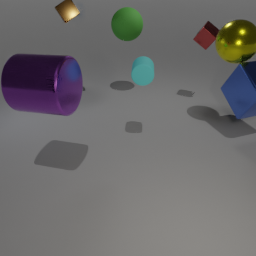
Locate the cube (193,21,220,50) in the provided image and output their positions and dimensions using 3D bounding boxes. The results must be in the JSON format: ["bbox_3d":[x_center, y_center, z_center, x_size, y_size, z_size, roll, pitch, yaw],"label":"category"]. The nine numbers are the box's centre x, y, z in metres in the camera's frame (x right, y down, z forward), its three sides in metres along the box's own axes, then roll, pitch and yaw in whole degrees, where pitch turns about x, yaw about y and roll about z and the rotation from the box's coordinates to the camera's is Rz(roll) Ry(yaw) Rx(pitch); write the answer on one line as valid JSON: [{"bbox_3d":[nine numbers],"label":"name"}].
[{"bbox_3d":[3.248,-3.807,11.513,0.700,0.700,0.700,39,51,-3],"label":"cube"}]

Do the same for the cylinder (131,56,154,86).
[{"bbox_3d":[0.463,-1.780,8.726,0.700,0.700,0.700,2,35,3],"label":"cylinder"}]

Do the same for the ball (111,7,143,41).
[{"bbox_3d":[-0.037,-4.538,12.279,1.400,1.400,1.400,0,29,0],"label":"ball"}]

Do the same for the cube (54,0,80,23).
[{"bbox_3d":[-2.434,-4.692,11.174,0.700,0.700,0.700,-35,27,-1],"label":"cube"}]

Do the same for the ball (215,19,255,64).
[{"bbox_3d":[3.614,-2.838,9.250,1.400,1.400,1.400,0,29,0],"label":"ball"}]

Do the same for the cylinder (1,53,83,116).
[{"bbox_3d":[-2.005,-1.044,6.728,1.400,1.400,1.400,6,30,15],"label":"cylinder"}]

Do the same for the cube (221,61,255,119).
[{"bbox_3d":[4.350,-1.323,9.612,1.400,1.400,1.400,-10,63,-18],"label":"cube"}]
